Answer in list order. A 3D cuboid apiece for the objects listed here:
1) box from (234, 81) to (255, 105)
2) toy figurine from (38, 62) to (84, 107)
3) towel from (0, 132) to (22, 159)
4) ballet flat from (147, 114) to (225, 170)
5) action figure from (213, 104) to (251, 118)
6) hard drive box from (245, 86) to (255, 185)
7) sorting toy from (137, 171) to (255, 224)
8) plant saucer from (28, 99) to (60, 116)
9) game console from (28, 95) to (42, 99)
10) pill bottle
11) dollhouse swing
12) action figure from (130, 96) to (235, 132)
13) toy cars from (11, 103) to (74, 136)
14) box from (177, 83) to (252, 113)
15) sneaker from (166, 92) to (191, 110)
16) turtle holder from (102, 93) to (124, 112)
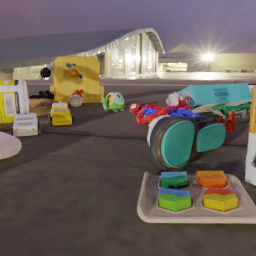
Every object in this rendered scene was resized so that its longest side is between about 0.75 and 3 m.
[{"bbox_3d":[5.503,-1.656,12.790,1.331,0.996,2.657,5,14,22],"label":"box"},{"bbox_3d":[-2.643,-1.698,11.079,1.783,1.755,1.240,0,22,-9],"label":"toy figurine"},{"bbox_3d":[-3.523,0.431,4.013,2.664,0.450,2.789,4,12,24],"label":"towel"},{"bbox_3d":[0.809,0.159,4.497,0.849,0.849,2.323,9,9,37],"label":"ballet flat"},{"bbox_3d":[3.132,-0.514,8.570,0.948,0.439,1.605,-5,6,-17],"label":"action figure"},{"bbox_3d":[2.203,0.203,3.032,0.632,1.282,1.645,-7,13,-30],"label":"hard drive box"},{"bbox_3d":[0.761,0.716,3.157,1.228,0.224,1.137,2,12,8],"label":"sorting toy"},{"bbox_3d":[-3.298,-0.682,9.450,1.942,0.344,1.942,1,15,0],"label":"plant saucer"},{"bbox_3d":[-5.114,-1.529,14.035,1.617,0.195,0.954,-3,12,-9],"label":"game console"},{"bbox_3d":[-3.839,-0.687,7.528,2.148,1.195,1.195,-3,12,-16],"label":"pill bottle"},{"bbox_3d":[-2.337,-2.187,12.739,2.305,2.026,2.095,-3,12,-11],"label":"dollhouse swing"},{"bbox_3d":[1.119,-0.333,6.939,2.836,0.733,0.928,9,26,42],"label":"action figure"},{"bbox_3d":[-2.148,-0.295,7.203,1.123,0.555,2.505,4,13,23],"label":"toy cars"},{"bbox_3d":[2.823,-0.992,9.428,2.676,0.658,1.101,-7,-10,-31],"label":"box"},{"bbox_3d":[1.436,-0.692,8.064,0.579,0.628,1.423,-28,-10,1],"label":"sneaker"},{"bbox_3d":[-0.577,-0.934,10.051,0.913,0.648,0.694,-5,13,-22],"label":"turtle holder"}]
